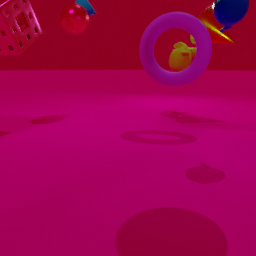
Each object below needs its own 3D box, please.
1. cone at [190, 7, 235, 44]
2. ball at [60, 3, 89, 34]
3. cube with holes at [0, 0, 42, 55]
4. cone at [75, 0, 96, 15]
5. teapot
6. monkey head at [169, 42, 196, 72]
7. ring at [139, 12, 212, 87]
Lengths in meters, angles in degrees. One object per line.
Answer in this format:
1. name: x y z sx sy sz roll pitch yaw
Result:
1. cone: 3.378 -3.499 10.451 1.467 1.461 1.461 42 34 26
2. ball: -2.001 -4.076 10.477 1.084 1.084 1.084 0 13 0
3. cube with holes: -3.554 -2.987 8.006 1.302 1.302 1.302 4 45 18
4. cone: -1.992 -4.713 11.265 1.016 1.012 1.012 -38 13 5
5. teapot: 2.063 -2.463 5.746 0.730 1.174 0.575 -10 37 -7
6. monkey head: 2.345 -2.848 11.511 1.295 1.085 1.801 3 -21 0
7. ring: 1.330 -2.224 8.050 2.070 2.070 0.414 4 19 19
